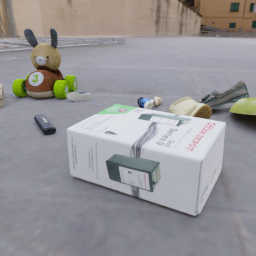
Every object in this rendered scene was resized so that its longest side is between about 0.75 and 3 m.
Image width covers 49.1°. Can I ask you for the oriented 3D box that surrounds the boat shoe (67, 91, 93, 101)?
[{"bbox_3d":[-1.871,-1.249,10.790,1.003,0.376,0.310,-6,24,-18],"label":"boat shoe"}]

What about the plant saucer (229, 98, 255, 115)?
[{"bbox_3d":[4.535,-0.676,8.418,2.790,0.434,2.790,0,9,0],"label":"plant saucer"}]

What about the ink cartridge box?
[{"bbox_3d":[0.429,0.423,5.609,2.626,1.104,1.916,11,24,26],"label":"ink cartridge box"}]

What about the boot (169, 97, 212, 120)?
[{"bbox_3d":[1.266,-0.146,7.076,1.484,0.540,1.153,-46,25,5],"label":"boot"}]

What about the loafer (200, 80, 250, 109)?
[{"bbox_3d":[3.099,-1.074,9.525,2.072,0.652,0.745,-16,8,-11],"label":"loafer"}]

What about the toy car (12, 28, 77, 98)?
[{"bbox_3d":[-3.373,-2.634,11.251,2.126,2.588,2.042,3,22,8],"label":"toy car"}]

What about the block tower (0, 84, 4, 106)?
[{"bbox_3d":[-4.988,-1.243,10.621,0.489,0.524,1.812,-8,22,-20],"label":"block tower"}]

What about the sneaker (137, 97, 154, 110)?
[{"bbox_3d":[0.543,-0.831,9.713,0.547,0.377,0.983,12,20,14],"label":"sneaker"}]

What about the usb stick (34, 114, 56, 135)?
[{"bbox_3d":[-2.442,-0.125,8.186,0.376,0.221,1.354,-12,24,-26],"label":"usb stick"}]

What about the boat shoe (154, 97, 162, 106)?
[{"bbox_3d":[1.112,-1.003,10.296,0.266,0.283,0.768,-3,21,7],"label":"boat shoe"}]
